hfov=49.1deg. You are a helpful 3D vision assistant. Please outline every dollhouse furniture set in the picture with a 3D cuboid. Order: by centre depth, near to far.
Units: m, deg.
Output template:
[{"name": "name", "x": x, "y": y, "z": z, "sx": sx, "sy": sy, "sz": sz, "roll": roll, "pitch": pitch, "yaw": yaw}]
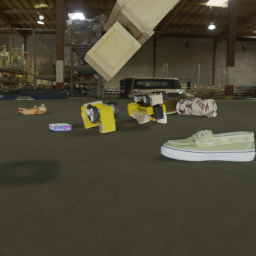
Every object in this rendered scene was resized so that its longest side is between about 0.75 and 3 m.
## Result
[{"name": "dollhouse furniture set", "x": -0.365, "y": -2.163, "z": 4.590, "sx": 1.937, "sy": 2.190, "sz": 1.218, "roll": 43, "pitch": -10, "yaw": -10}]

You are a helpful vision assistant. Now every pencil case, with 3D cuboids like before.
[{"name": "pencil case", "x": 3.174, "y": -0.930, "z": 13.156, "sx": 0.774, "sy": 0.890, "sz": 1.990, "roll": -36, "pitch": 23, "yaw": -25}]

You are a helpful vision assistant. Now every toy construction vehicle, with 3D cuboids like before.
[{"name": "toy construction vehicle", "x": -0.208, "y": -0.414, "z": 8.958, "sx": 2.608, "sy": 1.055, "sz": 2.996, "roll": -14, "pitch": 9, "yaw": -20}]

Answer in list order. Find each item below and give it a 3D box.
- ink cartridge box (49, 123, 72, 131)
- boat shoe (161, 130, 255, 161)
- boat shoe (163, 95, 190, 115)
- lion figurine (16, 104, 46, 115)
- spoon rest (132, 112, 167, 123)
[{"name": "ink cartridge box", "x": -1.995, "y": -0.023, "z": 8.289, "sx": 0.493, "sy": 0.173, "sz": 0.825, "roll": -4, "pitch": 5, "yaw": -27}, {"name": "boat shoe", "x": 1.322, "y": 0.270, "z": 4.691, "sx": 1.531, "sy": 0.475, "sz": 0.551, "roll": 0, "pitch": 7, "yaw": 3}, {"name": "boat shoe", "x": 2.368, "y": -1.047, "z": 14.389, "sx": 2.217, "sy": 0.718, "sz": 0.812, "roll": -21, "pitch": 63, "yaw": -34}, {"name": "lion figurine", "x": -4.841, "y": -0.853, "z": 14.085, "sx": 1.398, "sy": 0.507, "sz": 0.856, "roll": -19, "pitch": 23, "yaw": -25}, {"name": "spoon rest", "x": 0.774, "y": -0.587, "z": 10.833, "sx": 0.995, "sy": 0.607, "sz": 2.002, "roll": 7, "pitch": 4, "yaw": -32}]
